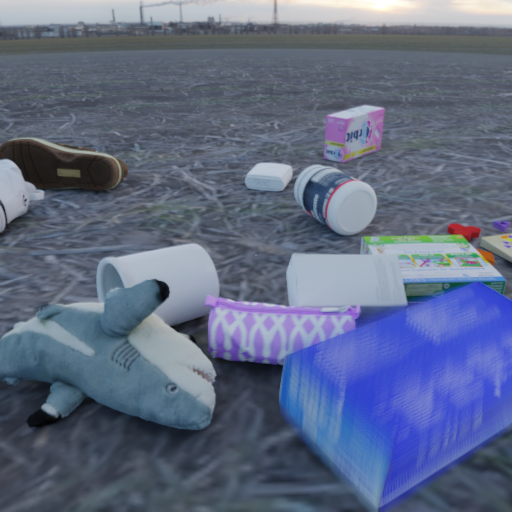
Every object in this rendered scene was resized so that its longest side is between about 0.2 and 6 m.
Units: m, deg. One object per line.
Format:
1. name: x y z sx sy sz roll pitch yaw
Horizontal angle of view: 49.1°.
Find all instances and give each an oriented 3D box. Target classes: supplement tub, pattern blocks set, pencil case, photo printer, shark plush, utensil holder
1. supplement tub: 1.642 -1.219 11.860 1.152 1.152 1.642 -12 29 -24
2. pattern blocks set: 5.076 -0.083 10.578 2.270 0.209 2.583 -4 26 -8
3. pencil case: 0.367 1.009 7.501 2.069 0.884 0.868 1 36 3
4. photo printer: 0.369 -2.069 14.469 1.021 0.426 1.227 8 27 15
5. shark plush: -2.333 1.287 6.676 3.725 1.692 1.551 4 56 -3
6. utensil holder: -1.430 0.498 8.221 1.427 1.213 1.213 -13 28 -34

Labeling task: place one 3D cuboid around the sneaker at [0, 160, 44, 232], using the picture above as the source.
1. sneaker: -6.347 -1.343 12.090 3.350 1.259 1.925 14 28 15

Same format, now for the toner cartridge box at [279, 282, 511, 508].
1. toner cartridge box: 2.131 1.377 6.583 3.448 0.744 1.638 -14 34 -32

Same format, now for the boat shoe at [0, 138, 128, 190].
1. boat shoe: -4.846 -2.281 14.279 3.291 1.215 1.217 14 18 10

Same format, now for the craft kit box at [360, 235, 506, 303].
1. craft kit box: 2.979 0.182 9.782 1.942 0.471 1.918 -1 27 -2

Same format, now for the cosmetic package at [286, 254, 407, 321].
1. cosmetic package: 1.297 0.471 8.253 1.604 0.680 0.863 1 63 -6

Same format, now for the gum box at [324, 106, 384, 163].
1. gum box: 3.010 -3.728 16.934 0.746 1.280 2.256 21 33 37
